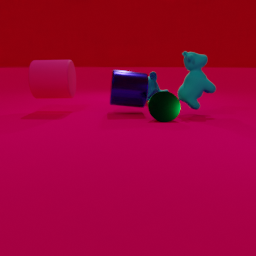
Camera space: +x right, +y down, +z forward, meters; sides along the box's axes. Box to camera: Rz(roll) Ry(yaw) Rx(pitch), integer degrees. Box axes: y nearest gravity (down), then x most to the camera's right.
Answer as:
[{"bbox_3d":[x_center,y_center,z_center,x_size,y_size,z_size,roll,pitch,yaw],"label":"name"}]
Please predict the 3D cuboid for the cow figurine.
[{"bbox_3d":[2.092,-1.600,9.163,1.596,1.622,0.891,41,7,-3],"label":"cow figurine"}]

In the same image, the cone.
[{"bbox_3d":[1.065,-0.527,8.724,0.968,0.968,0.971,0,-13,-1],"label":"cone"}]

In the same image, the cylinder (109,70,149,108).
[{"bbox_3d":[0.008,-1.321,9.513,1.188,1.188,1.188,5,13,-6],"label":"cylinder"}]

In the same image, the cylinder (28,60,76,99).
[{"bbox_3d":[-2.554,-1.666,9.618,1.303,1.303,1.303,-1,13,2],"label":"cylinder"}]

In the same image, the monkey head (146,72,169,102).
[{"bbox_3d":[1.065,-1.714,11.938,1.193,1.000,1.659,-9,-16,-16],"label":"monkey head"}]
